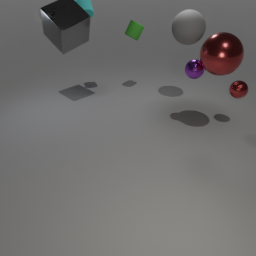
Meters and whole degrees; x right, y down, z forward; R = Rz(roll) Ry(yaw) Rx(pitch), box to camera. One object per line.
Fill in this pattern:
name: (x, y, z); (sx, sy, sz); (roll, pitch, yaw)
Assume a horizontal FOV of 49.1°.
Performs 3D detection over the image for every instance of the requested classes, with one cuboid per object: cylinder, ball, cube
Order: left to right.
cube: (-2.525, -4.194, 11.436); (1.400, 1.400, 1.400); (-38, 76, -24)
cylinder: (-1.865, -5.093, 11.900); (0.700, 0.700, 0.700); (-12, 76, -20)
cylinder: (0.298, -4.562, 13.072); (0.700, 0.700, 0.700); (26, 17, -9)
ball: (2.539, -4.211, 11.744); (1.400, 1.400, 1.400); (0, 30, 0)
ball: (2.395, -2.116, 10.074); (0.700, 0.700, 0.700); (0, 30, 0)
ball: (3.103, -2.448, 9.311); (1.400, 1.400, 1.400); (0, 30, 0)
ball: (4.280, -1.488, 10.831); (0.700, 0.700, 0.700); (0, 30, 0)
